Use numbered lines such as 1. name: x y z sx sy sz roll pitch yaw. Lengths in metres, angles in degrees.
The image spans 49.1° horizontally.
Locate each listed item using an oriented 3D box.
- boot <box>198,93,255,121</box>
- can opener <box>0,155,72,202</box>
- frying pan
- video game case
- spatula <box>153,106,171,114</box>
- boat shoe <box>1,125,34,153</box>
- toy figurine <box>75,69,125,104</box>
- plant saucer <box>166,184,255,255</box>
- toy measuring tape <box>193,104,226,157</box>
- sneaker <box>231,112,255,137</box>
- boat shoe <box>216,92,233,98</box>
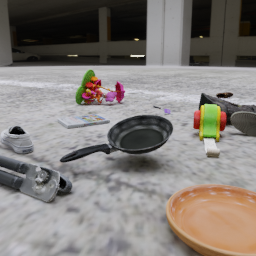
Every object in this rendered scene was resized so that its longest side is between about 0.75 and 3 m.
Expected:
1. boot: 4.038 -0.674 10.631 2.240 0.891 2.573 2 21 -9
2. can opener: -1.998 0.943 5.453 2.060 0.549 0.689 9 -15 32
3. frying pan: -0.038 0.373 6.121 1.522 0.409 2.516 16 40 39
4. video game case: -1.613 -0.265 10.160 1.592 0.143 1.140 -9 18 -29
5. spatula: 1.370 -0.769 11.389 0.809 0.083 0.229 17 53 -22
6. boat shoe: -3.049 0.188 7.711 0.646 0.574 1.756 -14 21 -41
7. toy figurine: -1.181 -1.747 13.647 2.011 1.640 2.185 14 41 14
8. plant saucer: 1.429 1.345 4.029 1.767 0.331 1.767 -1 15 0
9. toy measuring tape: 2.361 -0.100 8.028 1.042 1.042 2.833 3 16 12
10. sneaker: 4.178 -0.126 8.823 1.890 0.707 1.004 15 15 13
11. boat shoe: 5.280 -1.781 15.307 0.906 0.319 0.319 -4 9 17
